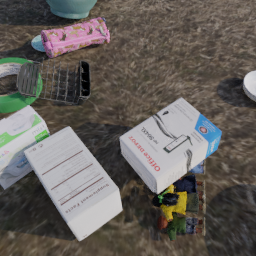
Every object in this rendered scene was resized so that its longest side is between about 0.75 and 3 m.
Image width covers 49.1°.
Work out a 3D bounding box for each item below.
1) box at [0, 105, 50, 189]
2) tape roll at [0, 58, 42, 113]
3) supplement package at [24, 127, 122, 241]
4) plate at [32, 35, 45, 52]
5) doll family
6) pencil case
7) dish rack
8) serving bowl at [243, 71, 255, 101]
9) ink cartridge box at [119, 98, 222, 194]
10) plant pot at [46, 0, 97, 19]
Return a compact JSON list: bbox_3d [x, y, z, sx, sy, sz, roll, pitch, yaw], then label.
[{"bbox_3d":[-2.883,0.488,7.233,1.684,1.486,0.814,-36,61,-24],"label":"box"},{"bbox_3d":[-3.961,-1.457,9.276,2.127,0.511,2.127,1,54,-1],"label":"tape roll"},{"bbox_3d":[-1.294,1.284,6.712,1.286,1.282,2.192,-31,58,-20],"label":"supplement package"},{"bbox_3d":[-2.980,-3.225,10.725,1.353,0.173,1.353,2,47,-2],"label":"plate"},{"bbox_3d":[1.208,1.513,6.882,1.330,0.903,2.301,1,46,15],"label":"doll family"},{"bbox_3d":[-1.884,-3.256,10.084,2.449,1.059,1.014,-22,82,-23],"label":"pencil case"},{"bbox_3d":[-2.353,-1.569,8.990,2.229,0.608,1.709,8,50,-19],"label":"dish rack"},{"bbox_3d":[4.424,-1.265,9.170,1.375,0.452,1.375,0,54,-1],"label":"serving bowl"},{"bbox_3d":[1.007,0.389,6.856,1.996,0.841,1.457,-33,59,-17],"label":"ink cartridge box"},{"bbox_3d":[-2.315,-5.522,11.295,2.637,1.767,2.637,7,38,-5],"label":"plant pot"}]
